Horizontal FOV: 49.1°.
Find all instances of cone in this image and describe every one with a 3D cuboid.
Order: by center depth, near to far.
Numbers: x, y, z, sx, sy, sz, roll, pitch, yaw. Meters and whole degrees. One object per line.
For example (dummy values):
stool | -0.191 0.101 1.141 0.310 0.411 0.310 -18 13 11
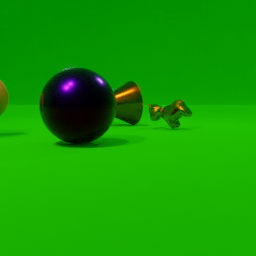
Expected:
cone | -0.497 -0.702 8.535 1.406 1.401 1.401 -8 8 -27

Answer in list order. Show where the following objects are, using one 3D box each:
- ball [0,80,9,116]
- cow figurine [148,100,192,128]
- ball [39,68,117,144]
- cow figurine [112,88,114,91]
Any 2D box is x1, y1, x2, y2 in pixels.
ball | -3.012 -0.631 5.764 1.025 1.025 1.025 0 5 0
cow figurine | 1.080 -0.468 7.553 1.032 1.016 0.567 -45 -18 25
ball | -0.837 -0.371 4.758 1.286 1.286 1.286 0 5 0
cow figurine | -0.942 -0.924 9.536 1.207 1.226 0.673 36 -2 -33
